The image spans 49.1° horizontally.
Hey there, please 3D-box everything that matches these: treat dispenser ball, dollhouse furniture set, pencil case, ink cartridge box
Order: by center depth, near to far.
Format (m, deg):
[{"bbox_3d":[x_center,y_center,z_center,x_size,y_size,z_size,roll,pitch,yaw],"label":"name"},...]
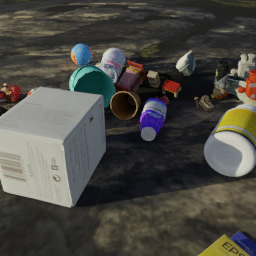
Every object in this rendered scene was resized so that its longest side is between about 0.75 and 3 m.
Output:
[{"bbox_3d":[2.417,3.179,5.288,2.353,0.553,2.326,-24,40,-29],"label":"ink cartridge box"},{"bbox_3d":[0.817,-1.796,12.071,2.572,1.046,1.384,23,73,25],"label":"dollhouse furniture set"},{"bbox_3d":[-0.933,-3.204,14.538,1.304,1.195,2.874,12,33,4],"label":"pencil case"},{"bbox_3d":[-2.654,-4.211,16.129,1.223,1.223,1.223,0,33,0],"label":"treat dispenser ball"}]

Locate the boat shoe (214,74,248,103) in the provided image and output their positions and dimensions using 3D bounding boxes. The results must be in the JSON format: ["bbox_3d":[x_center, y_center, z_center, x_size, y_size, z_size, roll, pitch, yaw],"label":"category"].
[{"bbox_3d":[5.139,-1.835,12.606,0.813,1.019,2.694,-23,40,-22],"label":"boat shoe"}]

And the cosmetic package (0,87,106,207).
[{"bbox_3d":[-2.096,0.392,8.054,2.173,2.186,2.613,9,34,13],"label":"cosmetic package"}]

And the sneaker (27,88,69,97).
[{"bbox_3d":[-3.475,-0.854,11.140,1.500,0.935,2.800,7,29,10],"label":"sneaker"}]

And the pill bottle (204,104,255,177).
[{"bbox_3d":[3.533,0.237,8.945,1.494,1.494,2.668,18,37,26],"label":"pill bottle"}]

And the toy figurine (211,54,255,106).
[{"bbox_3d":[5.282,-1.932,12.146,2.707,1.883,2.665,-23,34,-28],"label":"toy figurine"}]

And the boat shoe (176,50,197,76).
[{"bbox_3d":[3.355,-3.596,15.743,0.882,1.040,2.856,47,29,-8],"label":"boat shoe"}]

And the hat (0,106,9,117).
[{"bbox_3d":[-4.434,-0.183,10.340,1.480,0.597,1.480,36,2,-2],"label":"hat"}]

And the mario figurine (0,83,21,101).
[{"bbox_3d":[-5.668,-1.576,12.245,1.868,0.990,1.153,-19,37,-24],"label":"mario figurine"}]

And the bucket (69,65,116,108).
[{"bbox_3d":[-1.557,-1.716,11.793,1.847,1.847,1.201,-14,31,-21],"label":"bucket"}]

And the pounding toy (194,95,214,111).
[{"bbox_3d":[3.241,-1.044,11.925,0.482,0.483,0.842,-30,71,-33],"label":"pounding toy"}]

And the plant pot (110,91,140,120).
[{"bbox_3d":[0.052,-1.039,11.450,1.128,1.128,1.210,13,22,19],"label":"plant pot"}]

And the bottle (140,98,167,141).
[{"bbox_3d":[0.915,-0.338,10.492,0.900,0.704,2.156,20,36,2],"label":"bottle"}]

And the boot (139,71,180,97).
[{"bbox_3d":[1.297,-2.077,13.171,2.091,0.787,1.563,-5,33,-8],"label":"boot"}]
